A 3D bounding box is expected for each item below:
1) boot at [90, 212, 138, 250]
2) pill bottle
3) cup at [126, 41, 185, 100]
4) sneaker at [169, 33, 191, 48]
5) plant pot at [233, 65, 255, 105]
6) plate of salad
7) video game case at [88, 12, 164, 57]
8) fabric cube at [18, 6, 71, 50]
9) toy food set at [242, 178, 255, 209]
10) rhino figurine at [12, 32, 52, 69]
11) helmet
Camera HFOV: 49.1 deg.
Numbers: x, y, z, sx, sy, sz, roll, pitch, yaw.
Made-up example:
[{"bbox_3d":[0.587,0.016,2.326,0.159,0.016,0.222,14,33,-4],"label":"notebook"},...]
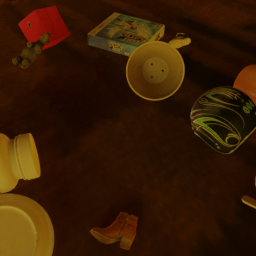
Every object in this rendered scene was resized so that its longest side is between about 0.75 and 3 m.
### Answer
[{"bbox_3d":[-0.292,2.281,6.508,1.006,0.386,0.781,12,48,11],"label":"boot"},{"bbox_3d":[-3.745,0.987,6.940,2.830,1.539,1.539,-13,48,-12],"label":"pill bottle"},{"bbox_3d":[0.955,-1.995,9.762,1.904,1.904,1.362,6,14,5],"label":"cup"},{"bbox_3d":[2.176,-3.898,12.406,1.042,0.420,0.763,-14,41,-9],"label":"sneaker"},{"bbox_3d":[4.485,-1.090,8.750,2.125,2.125,1.945,-23,35,-20],"label":"plant pot"},{"bbox_3d":[-2.822,2.587,6.109,2.366,0.568,2.366,5,53,-6],"label":"plate of salad"},{"bbox_3d":[-0.047,-4.190,12.517,2.641,0.600,2.394,21,51,18],"label":"video game case"},{"bbox_3d":[-2.869,-3.391,9.650,1.045,1.062,1.066,-15,19,39],"label":"fabric cube"},{"bbox_3d":[4.114,1.581,6.952,2.823,0.922,1.661,-35,32,-31],"label":"toy food set"},{"bbox_3d":[-2.766,-2.335,8.276,0.442,0.646,1.478,42,84,-11],"label":"rhino figurine"},{"bbox_3d":[2.748,-0.340,8.186,1.755,1.841,1.841,43,58,13],"label":"helmet"}]
